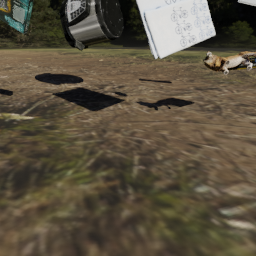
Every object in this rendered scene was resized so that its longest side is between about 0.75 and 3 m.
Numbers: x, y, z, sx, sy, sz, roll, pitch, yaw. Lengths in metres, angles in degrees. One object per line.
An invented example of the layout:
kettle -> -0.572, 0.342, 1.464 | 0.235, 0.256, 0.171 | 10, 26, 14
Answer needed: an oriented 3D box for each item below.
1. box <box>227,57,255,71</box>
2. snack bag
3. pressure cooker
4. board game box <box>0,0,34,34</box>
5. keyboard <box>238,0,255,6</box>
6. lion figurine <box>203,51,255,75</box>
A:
box -> 3.488, -1.863, 8.048 | 0.992, 0.307, 1.243 | -14, 13, -39
snack bag -> 1.048, -2.809, 6.366 | 1.911, 2.027, 0.217 | -27, 14, -24
pressure cooker -> -1.588, -4.330, 11.261 | 2.324, 2.076, 2.044 | -3, 34, 26
board game box -> -3.235, -3.297, 7.415 | 1.444, 0.977, 0.203 | 32, 38, 2
keyboard -> 4.584, -4.250, 9.588 | 1.584, 0.084, 0.446 | 19, 49, 10
lion figurine -> 2.796, -1.787, 7.460 | 1.440, 0.522, 0.882 | -5, 25, 0
